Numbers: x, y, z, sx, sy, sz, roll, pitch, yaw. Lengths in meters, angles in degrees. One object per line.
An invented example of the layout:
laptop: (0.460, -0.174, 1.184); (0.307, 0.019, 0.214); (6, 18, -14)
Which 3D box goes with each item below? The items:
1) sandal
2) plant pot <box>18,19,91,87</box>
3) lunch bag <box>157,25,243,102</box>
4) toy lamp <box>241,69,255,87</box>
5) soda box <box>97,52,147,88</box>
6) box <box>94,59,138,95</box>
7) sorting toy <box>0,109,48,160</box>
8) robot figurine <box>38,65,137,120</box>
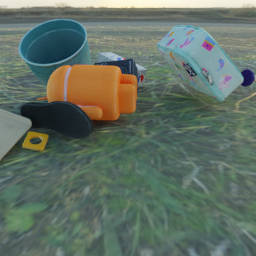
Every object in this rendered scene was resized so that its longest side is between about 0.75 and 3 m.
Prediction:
sandal: (-1.642, -0.313, 6.609); (2.224, 0.836, 0.532); (11, 28, 31)
plant pot: (-2.109, -2.041, 8.997); (2.055, 1.931, 2.055); (-3, 56, 5)
lunch bag: (2.200, -2.031, 8.916); (1.126, 2.343, 2.922); (-42, 24, 8)
toy lamp: (4.958, -1.715, 9.876); (2.269, 0.660, 0.660); (-4, 24, -27)
soda box: (-0.291, -2.308, 11.002); (0.688, 0.740, 2.168); (-18, 40, -42)
box: (-0.387, -1.584, 9.087); (1.340, 0.994, 0.717); (-3, -16, 13)
sorting toy: (-3.034, 0.157, 6.178); (2.508, 0.342, 1.412); (19, 42, 4)
robot figurine: (-1.034, -0.959, 7.547); (2.533, 1.822, 1.477); (2, -12, 3)
